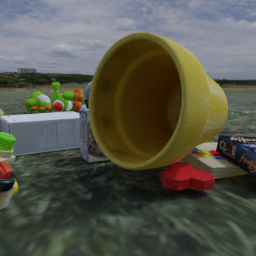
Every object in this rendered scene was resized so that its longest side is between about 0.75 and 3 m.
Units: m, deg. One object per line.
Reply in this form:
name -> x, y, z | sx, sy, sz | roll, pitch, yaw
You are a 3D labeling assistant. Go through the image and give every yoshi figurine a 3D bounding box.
yoshi figurine -> -3.648, -1.367, 13.632 | 2.694, 1.514, 1.508 | -7, -5, -25

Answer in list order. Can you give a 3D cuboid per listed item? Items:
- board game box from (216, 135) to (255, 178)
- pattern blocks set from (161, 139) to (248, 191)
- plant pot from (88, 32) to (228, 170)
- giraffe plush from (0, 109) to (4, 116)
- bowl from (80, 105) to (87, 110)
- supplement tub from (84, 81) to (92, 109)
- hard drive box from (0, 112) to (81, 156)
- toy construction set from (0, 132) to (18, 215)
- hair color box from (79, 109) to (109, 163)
board game box -> 2.314, 0.417, 4.055 | 1.652, 0.286, 1.119 | 2, 15, -13
pattern blocks set -> 1.536, 0.493, 4.555 | 2.679, 0.217, 2.354 | 2, 14, -12
plant pot -> 0.583, -0.318, 4.106 | 1.641, 1.744, 1.744 | 2, 5, -44
giraffe plush -> -5.222, -0.881, 9.424 | 2.032, 2.355, 1.910 | -13, 44, -45
bowl -> -1.585, -0.872, 12.660 | 1.300, 0.584, 1.300 | 0, 8, 0
supplement tub -> -0.346, -1.130, 10.597 | 2.514, 1.540, 1.540 | 7, 11, 41
hard drive box -> -1.815, 0.061, 6.226 | 1.764, 0.677, 1.375 | -5, 10, -30
toy construction set -> -1.905, 0.454, 2.393 | 1.532, 1.076, 2.336 | 26, 22, 9
hair color box -> 0.038, 0.073, 5.350 | 1.843, 0.922, 0.558 | -5, 10, -24
